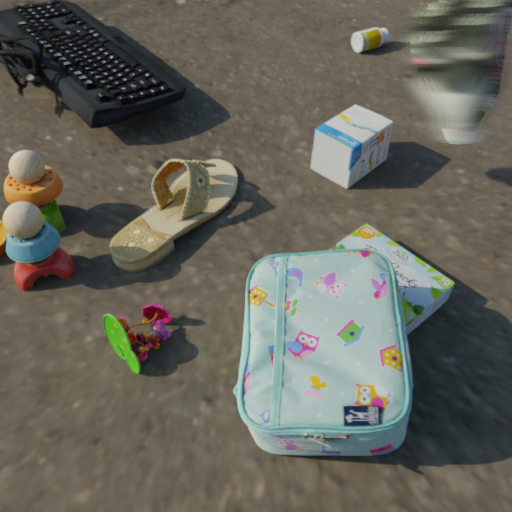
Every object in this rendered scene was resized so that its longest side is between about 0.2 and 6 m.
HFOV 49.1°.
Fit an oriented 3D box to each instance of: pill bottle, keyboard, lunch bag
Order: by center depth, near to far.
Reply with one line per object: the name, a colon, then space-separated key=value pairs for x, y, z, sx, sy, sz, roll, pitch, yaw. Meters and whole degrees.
lunch bag: x=0.728 y=1.073 z=6.452 sx=1.935 sy=0.930 sz=2.413 roll=-1 pitch=53 yaw=7
keyboard: x=-3.920 y=-4.279 z=11.295 sx=2.786 sy=1.061 sz=5.353 roll=-31 pitch=53 yaw=-25
pill bottle: x=2.641 y=-4.995 z=12.909 sx=0.808 sy=0.449 sz=0.449 roll=-21 pitch=50 yaw=-19

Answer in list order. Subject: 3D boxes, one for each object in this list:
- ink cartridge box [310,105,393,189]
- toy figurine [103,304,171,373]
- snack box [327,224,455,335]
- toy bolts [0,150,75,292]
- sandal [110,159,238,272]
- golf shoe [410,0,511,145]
ink cartridge box: x=1.644 y=-1.898 z=9.639 sx=0.834 sy=0.849 sz=1.153 roll=35 pitch=55 yaw=29
toy figurine: x=-1.402 y=0.962 z=7.167 sx=0.774 sy=0.631 sz=0.841 roll=-26 pitch=73 yaw=-35
snack box: x=1.736 y=0.328 z=7.786 sx=1.126 sy=0.419 sz=1.583 roll=-32 pitch=54 yaw=-27
toy bolts: x=-3.513 y=-0.503 z=7.970 sx=1.798 sy=1.306 sz=1.883 roll=-22 pitch=50 yaw=-20
sandal: x=-1.187 y=-1.007 z=8.697 sx=1.071 sy=0.961 sz=2.921 roll=23 pitch=50 yaw=21
golf shoe: x=2.646 y=-2.557 z=7.220 sx=1.159 sy=1.322 sz=3.002 roll=2 pitch=35 yaw=30
